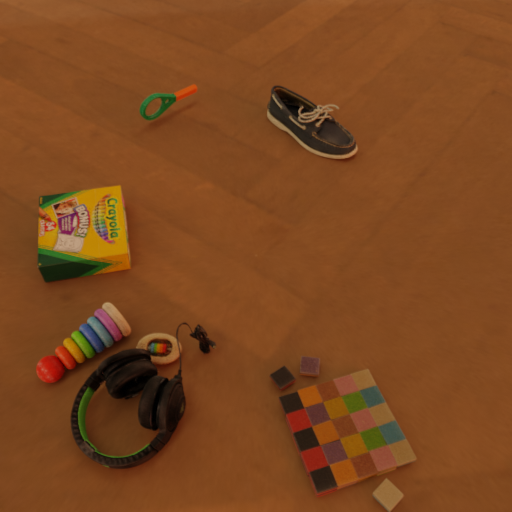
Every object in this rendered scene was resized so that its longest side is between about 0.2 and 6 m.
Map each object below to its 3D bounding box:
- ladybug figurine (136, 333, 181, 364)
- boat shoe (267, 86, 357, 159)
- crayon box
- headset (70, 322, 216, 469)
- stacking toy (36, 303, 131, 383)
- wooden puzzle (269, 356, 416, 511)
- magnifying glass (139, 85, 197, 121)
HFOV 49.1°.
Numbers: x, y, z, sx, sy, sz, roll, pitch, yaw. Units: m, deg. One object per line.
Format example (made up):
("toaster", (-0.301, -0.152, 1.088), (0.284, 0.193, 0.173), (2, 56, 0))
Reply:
("ladybug figurine", (-1.445, 1.397, 8.362), (0.681, 0.245, 0.462), (7, 68, 3))
("boat shoe", (1.177, -2.889, 11.902), (0.899, 0.742, 2.401), (-30, 55, -24))
("crayon box", (-3.018, -0.429, 9.833), (1.460, 0.493, 1.692), (-10, 52, -8))
("headset", (-1.477, 1.874, 7.796), (1.394, 1.061, 2.258), (35, 72, 22))
("stacking toy", (-2.603, 1.335, 8.321), (1.425, 0.608, 0.608), (-38, 58, -21))
("wooden puzzle", (1.189, 2.337, 7.624), (1.409, 0.167, 2.375), (-14, 50, -12))
("magnifying glass", (-1.924, -3.434, 12.326), (1.523, 0.606, 0.171), (-33, 67, -30))
